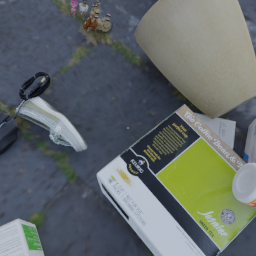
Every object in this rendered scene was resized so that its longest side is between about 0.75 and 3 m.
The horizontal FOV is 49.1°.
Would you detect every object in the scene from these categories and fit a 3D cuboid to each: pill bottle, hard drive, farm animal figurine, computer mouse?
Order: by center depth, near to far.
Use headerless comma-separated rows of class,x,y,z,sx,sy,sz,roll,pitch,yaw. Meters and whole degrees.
pill bottle,2.338,1.055,4.496,1.157,0.654,0.654,24,67,-12
computer mouse,-2.739,-0.345,6.685,0.730,0.424,2.489,35,89,16
hard drive,2.052,0.073,7.036,1.192,0.159,0.787,13,67,5
farm animal figurine,-1.114,-3.269,8.340,0.976,0.608,1.209,-22,63,-30

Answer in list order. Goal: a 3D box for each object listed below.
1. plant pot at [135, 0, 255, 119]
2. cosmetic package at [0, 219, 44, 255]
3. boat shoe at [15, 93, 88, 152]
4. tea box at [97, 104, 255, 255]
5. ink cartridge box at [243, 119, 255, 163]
plant pot,1.924,-1.687,6.796,2.555,2.555,2.728,-27,83,-11
cosmetic package,-1.987,2.963,5.196,0.927,1.176,2.185,-23,70,-12
boat shoe,-1.849,-0.059,6.788,2.167,0.799,0.695,37,77,19
tea box,1.033,1.291,5.695,2.354,1.599,2.393,-37,71,-15
ink cartridge box,3.227,0.289,5.771,0.980,2.282,1.671,17,67,8
